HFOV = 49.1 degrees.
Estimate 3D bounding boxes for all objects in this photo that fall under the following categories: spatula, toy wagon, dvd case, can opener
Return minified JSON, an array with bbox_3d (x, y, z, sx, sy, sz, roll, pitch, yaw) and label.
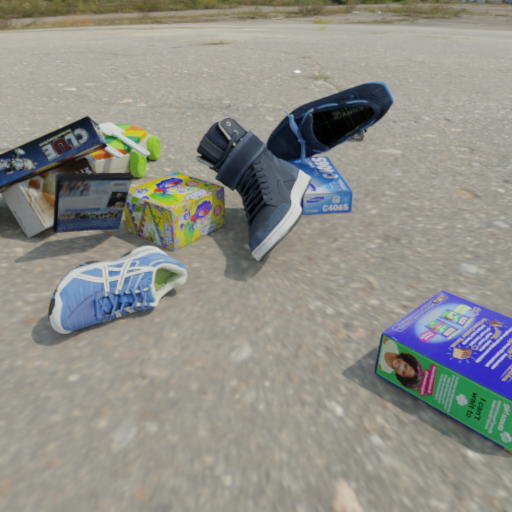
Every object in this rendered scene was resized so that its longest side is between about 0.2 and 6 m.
[{"bbox_3d":[-3.954,-2.798,13.975,1.865,0.215,2.682,-16,36,-33],"label":"spatula"},{"bbox_3d":[-4.240,-2.996,15.274,3.118,0.795,4.019,4,29,6],"label":"toy wagon"},{"bbox_3d":[-3.074,-0.964,10.397,1.280,1.795,0.157,-5,64,-24],"label":"dvd case"},{"bbox_3d":[2.636,-3.864,17.210,1.574,0.420,0.526,14,51,25],"label":"can opener"}]

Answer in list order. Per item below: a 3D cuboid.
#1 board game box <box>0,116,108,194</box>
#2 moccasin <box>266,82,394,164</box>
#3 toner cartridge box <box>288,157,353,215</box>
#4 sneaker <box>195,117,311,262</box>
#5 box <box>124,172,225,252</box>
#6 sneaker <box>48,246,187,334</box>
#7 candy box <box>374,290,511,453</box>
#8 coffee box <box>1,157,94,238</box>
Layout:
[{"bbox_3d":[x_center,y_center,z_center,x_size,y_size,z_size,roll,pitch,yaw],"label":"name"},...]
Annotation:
[{"bbox_3d":[-4.805,-1.864,11.580,3.412,0.590,2.311,-26,14,-6],"label":"board game box"},{"bbox_3d":[1.398,-2.944,12.515,3.287,1.322,1.121,-25,18,40],"label":"moccasin"},{"bbox_3d":[1.407,-1.705,13.177,1.137,0.517,2.394,-5,29,-6],"label":"toner cartridge box"},{"bbox_3d":[-0.240,-1.345,10.635,2.328,1.225,3.221,38,29,-11],"label":"sneaker"},{"bbox_3d":[-1.642,-0.941,11.372,1.434,0.908,1.489,22,36,33],"label":"box"},{"bbox_3d":[-2.099,0.491,8.716,0.924,0.908,2.398,17,34,35],"label":"sneaker"},{"bbox_3d":[2.839,1.369,7.258,1.655,0.754,1.957,-23,35,-39],"label":"candy box"},{"bbox_3d":[-4.126,-1.251,11.625,0.721,1.034,1.809,-20,14,38],"label":"coffee box"}]
